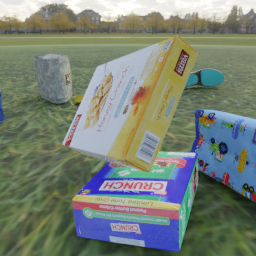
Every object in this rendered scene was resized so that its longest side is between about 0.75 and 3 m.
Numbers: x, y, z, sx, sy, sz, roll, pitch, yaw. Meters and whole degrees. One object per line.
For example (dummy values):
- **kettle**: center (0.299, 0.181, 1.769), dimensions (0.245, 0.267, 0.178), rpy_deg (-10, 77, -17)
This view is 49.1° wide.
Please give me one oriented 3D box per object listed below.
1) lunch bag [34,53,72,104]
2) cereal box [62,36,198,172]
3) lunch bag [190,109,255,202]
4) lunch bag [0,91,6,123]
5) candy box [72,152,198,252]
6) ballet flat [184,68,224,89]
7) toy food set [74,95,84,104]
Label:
- **lunch bag**: center (-2.857, -1.982, 10.962), dimensions (1.227, 1.711, 2.086), rpy_deg (-11, 23, -24)
- **cereal box**: center (-0.178, -0.373, 4.824), dimensions (0.521, 1.895, 2.634), rpy_deg (29, -13, -28)
- **lunch bag**: center (2.876, 0.425, 5.444), dimensions (2.665, 1.254, 2.006), rpy_deg (0, 15, -29)
- **lunch bag**: center (-4.790, -0.752, 7.772), dimensions (1.628, 1.585, 2.396), rpy_deg (6, 20, 17)
- **candy box**: center (0.228, 0.955, 4.273), dimensions (1.471, 0.670, 1.739), rpy_deg (0, 19, 21)
- **ballet flat**: center (3.211, -2.326, 13.222), dimensions (2.684, 0.905, 0.837), rpy_deg (-6, 11, -16)
- **toy food set**: center (-1.700, -1.007, 10.534), dimensions (0.753, 0.246, 0.443), rpy_deg (17, 50, 43)
